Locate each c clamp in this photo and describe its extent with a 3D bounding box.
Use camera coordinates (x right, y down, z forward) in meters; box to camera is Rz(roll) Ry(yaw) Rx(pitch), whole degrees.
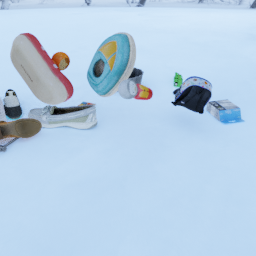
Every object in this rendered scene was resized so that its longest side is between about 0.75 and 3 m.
[{"bbox_3d":[-4.432,0.513,7.454,2.371,0.321,2.026,7,19,6],"label":"c clamp"}]

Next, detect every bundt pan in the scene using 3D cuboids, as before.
[{"bbox_3d":[-0.225,-2.051,11.879,1.791,0.672,1.791,1,28,0],"label":"bundt pan"}]

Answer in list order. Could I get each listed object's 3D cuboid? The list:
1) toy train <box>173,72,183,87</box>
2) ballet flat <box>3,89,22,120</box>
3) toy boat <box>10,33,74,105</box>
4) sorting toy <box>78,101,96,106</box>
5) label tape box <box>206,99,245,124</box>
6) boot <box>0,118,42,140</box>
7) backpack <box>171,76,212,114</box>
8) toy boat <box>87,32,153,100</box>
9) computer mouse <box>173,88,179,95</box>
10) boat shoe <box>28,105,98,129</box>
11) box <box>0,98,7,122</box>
[{"bbox_3d":[2.247,-2.161,12.507,0.402,0.297,1.424,13,30,4],"label":"toy train"},{"bbox_3d":[-4.112,-0.906,9.818,0.611,0.614,1.796,-11,31,-23],"label":"ballet flat"},{"bbox_3d":[-2.286,-1.775,8.167,1.420,2.173,1.418,-37,4,-34],"label":"toy boat"},{"bbox_3d":[-1.423,-0.807,10.155,0.814,0.120,0.602,13,31,23],"label":"sorting toy"},{"bbox_3d":[3.296,-0.564,9.442,0.823,0.380,1.149,-7,28,-14],"label":"label tape box"},{"bbox_3d":[-3.480,-0.032,8.219,1.595,0.588,1.234,-11,15,-37],"label":"boot"},{"bbox_3d":[2.045,-1.067,8.536,1.115,1.063,0.859,16,60,-12],"label":"backpack"},{"bbox_3d":[-0.306,-1.588,7.903,1.118,2.022,2.406,4,36,-47],"label":"toy boat"},{"bbox_3d":[2.425,-1.400,11.079,0.875,0.287,1.246,-17,33,-26],"label":"computer mouse"},{"bbox_3d":[-2.085,-0.454,8.860,2.266,0.727,0.835,6,29,11],"label":"boat shoe"},{"bbox_3d":[-5.204,-0.825,9.439,1.607,0.828,2.755,-17,33,-28],"label":"box"}]
